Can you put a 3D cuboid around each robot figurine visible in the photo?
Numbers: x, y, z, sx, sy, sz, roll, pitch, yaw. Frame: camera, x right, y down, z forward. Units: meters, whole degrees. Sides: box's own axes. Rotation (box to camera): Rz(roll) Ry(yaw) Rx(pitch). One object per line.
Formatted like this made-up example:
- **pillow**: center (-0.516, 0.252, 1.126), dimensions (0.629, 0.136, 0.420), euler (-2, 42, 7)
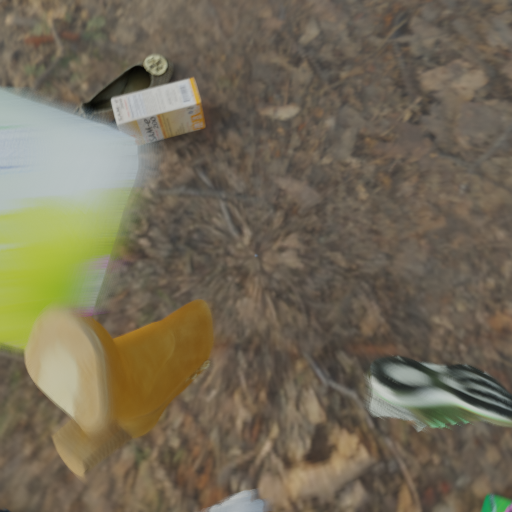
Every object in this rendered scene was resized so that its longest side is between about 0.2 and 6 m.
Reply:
- **robot figurine**: center (-0.161, 2.229, 4.448), dimensions (0.576, 0.384, 0.679), euler (36, 36, -9)

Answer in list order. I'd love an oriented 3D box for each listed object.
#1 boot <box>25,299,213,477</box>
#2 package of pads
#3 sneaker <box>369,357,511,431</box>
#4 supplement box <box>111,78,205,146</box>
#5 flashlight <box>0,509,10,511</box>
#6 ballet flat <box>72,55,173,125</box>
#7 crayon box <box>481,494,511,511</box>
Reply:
- **boot**: center (-1.242, 0.998, 5.987), dimensions (1.017, 2.891, 2.070), euler (35, 50, 17)
- **package of pads**: center (-2.545, -0.348, 6.084), dimensions (2.019, 0.891, 2.614), euler (17, 99, -11)
- **sneaker**: center (2.269, 1.825, 6.951), dimensions (1.915, 0.848, 0.736), euler (13, 37, 2)
- **supplement box**: center (-1.641, -2.409, 9.543), dimensions (1.421, 0.895, 0.522), euler (-16, 76, -4)
- **flashlight**: center (-4.049, 4.347, 7.734), dimensions (0.581, 0.583, 1.717), euler (34, 76, 36)
- **ballet flat**: center (-2.376, -2.890, 9.888), dimensions (2.151, 0.499, 0.725), euler (-38, 77, -10)
- **crayon box**: center (4.232, 3.990, 7.464), dimensions (2.121, 1.260, 0.618), euler (23, 76, 6)
